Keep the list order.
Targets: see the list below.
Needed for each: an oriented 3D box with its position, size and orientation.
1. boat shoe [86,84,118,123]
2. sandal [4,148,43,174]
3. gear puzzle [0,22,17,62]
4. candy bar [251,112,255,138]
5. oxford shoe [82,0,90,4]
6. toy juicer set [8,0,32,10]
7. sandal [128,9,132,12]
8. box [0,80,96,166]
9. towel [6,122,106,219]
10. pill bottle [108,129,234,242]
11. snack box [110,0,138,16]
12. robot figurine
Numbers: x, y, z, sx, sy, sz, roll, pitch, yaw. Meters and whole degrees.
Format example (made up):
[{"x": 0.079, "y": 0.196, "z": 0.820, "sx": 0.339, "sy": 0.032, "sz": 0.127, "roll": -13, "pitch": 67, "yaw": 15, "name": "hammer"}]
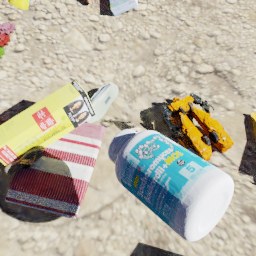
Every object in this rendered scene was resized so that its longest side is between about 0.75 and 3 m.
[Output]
[{"x": -0.908, "y": -0.762, "z": 8.526, "sx": 0.557, "sy": 0.545, "sz": 1.563, "roll": 10, "pitch": 52, "yaw": 41, "name": "boat shoe"}, {"x": -2.607, "y": 0.896, "z": 7.098, "sx": 1.040, "sy": 0.418, "sz": 0.281, "roll": -32, "pitch": 53, "yaw": -14, "name": "sandal"}, {"x": -5.043, "y": -2.894, "z": 9.936, "sx": 1.490, "sy": 0.377, "sz": 2.878, "roll": 3, "pitch": 57, "yaw": 2, "name": "gear puzzle"}, {"x": 3.870, "y": 0.565, "z": 7.759, "sx": 0.606, "sy": 0.269, "sz": 2.430, "roll": 5, "pitch": 56, "yaw": 3, "name": "candy bar"}, {"x": -1.786, "y": -5.327, "z": 11.634, "sx": 0.276, "sy": 0.270, "sz": 0.757, "roll": -33, "pitch": 55, "yaw": 0, "name": "oxford shoe"}, {"x": -2.545, "y": -2.941, "z": 5.797, "sx": 1.124, "sy": 0.481, "sz": 1.767, "roll": 17, "pitch": 30, "yaw": -23, "name": "toy juicer set"}, {"x": 0.029, "y": -5.046, "z": 11.432, "sx": 0.335, "sy": 0.225, "sz": 0.835, "roll": 8, "pitch": 57, "yaw": 5, "name": "sandal"}, {"x": -2.208, "y": -0.089, "z": 7.286, "sx": 2.686, "sy": 1.011, "sz": 0.673, "roll": -33, "pitch": 56, "yaw": -13, "name": "box"}, {"x": -1.846, "y": 0.915, "z": 7.518, "sx": 1.920, "sy": 0.303, "sz": 2.666, "roll": 11, "pitch": 58, "yaw": 7, "name": "towel"}, {"x": 0.582, "y": 0.799, "z": 4.810, "sx": 1.184, "sy": 1.184, "sz": 2.137, "roll": -38, "pitch": 47, "yaw": -22, "name": "pill bottle"}, {"x": -0.191, "y": -5.184, "z": 11.201, "sx": 1.045, "sy": 0.419, "sz": 1.239, "roll": -18, "pitch": 56, "yaw": 17, "name": "snack box"}, {"x": 1.892, "y": -0.061, "z": 7.959, "sx": 1.515, "sy": 0.608, "sz": 2.090, "roll": -25, "pitch": 61, "yaw": -15, "name": "robot figurine"}]
